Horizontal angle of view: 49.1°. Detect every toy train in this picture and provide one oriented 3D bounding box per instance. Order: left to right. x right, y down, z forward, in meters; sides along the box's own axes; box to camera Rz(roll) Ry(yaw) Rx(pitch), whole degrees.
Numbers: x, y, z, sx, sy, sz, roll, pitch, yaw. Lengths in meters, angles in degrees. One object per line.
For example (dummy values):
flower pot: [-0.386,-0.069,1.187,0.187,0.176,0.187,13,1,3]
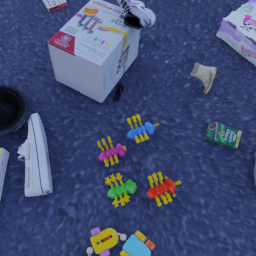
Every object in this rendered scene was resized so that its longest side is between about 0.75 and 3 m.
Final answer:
toy train: [-0.366,3.607,7.552,2.297,0.639,1.725,-1,66,3]

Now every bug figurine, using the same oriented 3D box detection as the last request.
bug figurine: [0.240,1.117,8.651,2.216,0.735,2.858,-17,70,-2]

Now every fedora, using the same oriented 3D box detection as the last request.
fedora: [-4.167,-0.433,9.259,2.070,0.945,2.070,0,65,0]

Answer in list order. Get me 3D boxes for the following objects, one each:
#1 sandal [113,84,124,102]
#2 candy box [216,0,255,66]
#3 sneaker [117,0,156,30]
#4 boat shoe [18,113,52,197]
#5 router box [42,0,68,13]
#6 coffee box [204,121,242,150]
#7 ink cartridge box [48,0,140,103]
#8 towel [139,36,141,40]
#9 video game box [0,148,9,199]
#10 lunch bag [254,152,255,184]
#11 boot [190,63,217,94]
sandal: [-0.330,-1.289,10.103,0.288,0.162,0.756,11,65,5]
candy box: [5.293,-3.909,10.892,2.725,0.975,2.286,-36,70,-16]
sneaker: [0.000,-3.662,8.727,1.617,0.629,1.131,41,51,9]
boat shoe: [-2.965,0.801,8.726,0.879,0.963,2.676,-10,73,-10]
router box: [-3.188,-5.489,12.063,0.847,0.230,0.943,-26,67,-12]
coffee box: [3.164,0.233,9.332,1.094,0.241,0.673,22,67,10]
ink cartridge box: [-1.037,-2.719,9.683,1.960,1.951,2.697,26,61,12]
towel: [-0.149,-3.609,11.223,1.169,0.139,0.846,31,68,14]
video game box: [-5.219,1.845,8.356,2.775,0.650,2.528,-1,67,0]
lunch bag: [4.565,0.917,7.881,1.648,2.365,1.984,22,64,15]
boot: [2.586,-1.739,9.850,0.829,1.066,0.388,18,46,10]
